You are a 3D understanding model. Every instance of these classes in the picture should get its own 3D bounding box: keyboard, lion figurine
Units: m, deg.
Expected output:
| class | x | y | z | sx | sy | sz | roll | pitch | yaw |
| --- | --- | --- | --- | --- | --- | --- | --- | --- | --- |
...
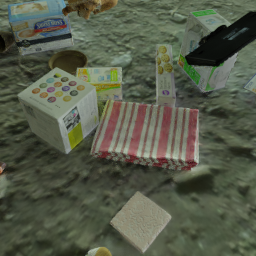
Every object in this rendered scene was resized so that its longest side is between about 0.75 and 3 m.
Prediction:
| class | x | y | z | sx | sy | sz | roll | pitch | yaw |
| --- | --- | --- | --- | --- | --- | --- | --- | --- | --- |
| keyboard | 2.528 | -2.211 | 6.883 | 2.488 | 0.319 | 1.494 | -36 | 34 | -17 |
| lion figurine | -0.748 | -2.925 | 6.306 | 1.250 | 0.740 | 2.042 | 1 | 29 | 32 |

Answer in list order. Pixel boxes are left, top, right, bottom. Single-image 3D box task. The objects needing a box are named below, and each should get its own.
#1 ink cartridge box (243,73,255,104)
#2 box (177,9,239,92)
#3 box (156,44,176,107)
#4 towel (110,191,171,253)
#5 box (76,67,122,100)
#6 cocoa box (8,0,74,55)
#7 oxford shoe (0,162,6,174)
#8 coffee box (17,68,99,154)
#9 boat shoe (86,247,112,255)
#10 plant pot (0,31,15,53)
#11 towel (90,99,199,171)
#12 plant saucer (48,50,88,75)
| class | x | y | z | sx | sy | sz | roll | pitch | yaw |
| --- | --- | --- | --- | --- | --- | --- | --- | --- | --- |
| ink cartridge box | 5.094 | -1.234 | 9.169 | 2.051 | 0.444 | 2.013 | 33 | 57 | 27 |
| box | 2.635 | -2.522 | 9.206 | 0.965 | 1.996 | 1.761 | -15 | 52 | -17 |
| box | 1.254 | -1.834 | 9.586 | 0.592 | 0.553 | 2.858 | 3 | 50 | 2 |
| towel | 0.285 | 2.142 | 6.482 | 1.035 | 0.175 | 1.083 | 33 | 57 | 26 |
| box | -0.927 | -1.437 | 9.124 | 1.469 | 0.744 | 0.826 | -1 | 49 | -1 |
| cocoa box | -3.347 | -3.962 | 10.830 | 2.133 | 1.400 | 1.423 | -14 | 51 | -11 |
| oxford shoe | -3.745 | 0.987 | 7.404 | 1.026 | 0.366 | 0.374 | 11 | 29 | 5 |
| coffee box | -1.851 | -0.500 | 7.840 | 1.492 | 1.495 | 1.478 | 29 | 56 | 22 |
| boat shoe | -0.927 | 3.143 | 5.391 | 0.604 | 0.617 | 1.742 | -23 | 21 | 42 |
| plant pot | -4.815 | -3.419 | 10.864 | 0.830 | 0.830 | 0.720 | 18 | 35 | 15 |
| towel | 0.554 | 0.063 | 8.069 | 2.935 | 0.439 | 2.148 | 7 | 50 | 6 |
| plant saucer | -2.187 | -2.375 | 10.278 | 1.446 | 0.213 | 1.446 | 0 | 49 | 1 |
